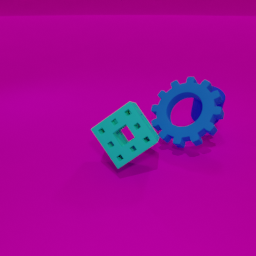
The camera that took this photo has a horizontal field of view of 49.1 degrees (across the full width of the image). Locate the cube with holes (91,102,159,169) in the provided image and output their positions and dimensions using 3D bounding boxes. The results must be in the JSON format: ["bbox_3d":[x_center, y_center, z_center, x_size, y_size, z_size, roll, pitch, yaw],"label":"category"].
[{"bbox_3d":[-0.015,0.126,6.293,1.016,1.016,1.016,-35,-2,9],"label":"cube with holes"}]

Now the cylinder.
[{"bbox_3d":[2.287,-0.638,8.068,0.849,0.849,0.849,-1,48,1],"label":"cylinder"}]

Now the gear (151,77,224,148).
[{"bbox_3d":[1.470,-0.414,7.113,1.804,1.804,0.334,19,-10,36],"label":"gear"}]
